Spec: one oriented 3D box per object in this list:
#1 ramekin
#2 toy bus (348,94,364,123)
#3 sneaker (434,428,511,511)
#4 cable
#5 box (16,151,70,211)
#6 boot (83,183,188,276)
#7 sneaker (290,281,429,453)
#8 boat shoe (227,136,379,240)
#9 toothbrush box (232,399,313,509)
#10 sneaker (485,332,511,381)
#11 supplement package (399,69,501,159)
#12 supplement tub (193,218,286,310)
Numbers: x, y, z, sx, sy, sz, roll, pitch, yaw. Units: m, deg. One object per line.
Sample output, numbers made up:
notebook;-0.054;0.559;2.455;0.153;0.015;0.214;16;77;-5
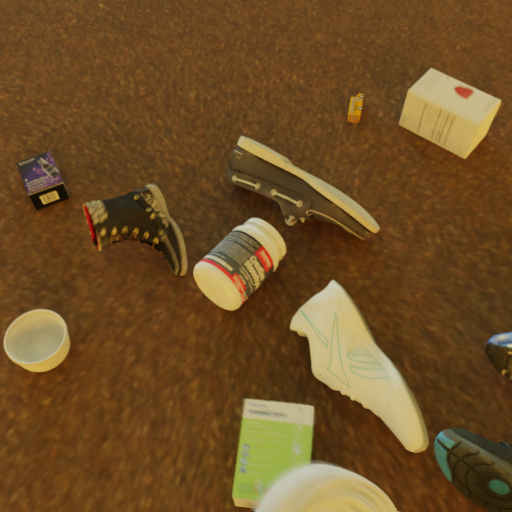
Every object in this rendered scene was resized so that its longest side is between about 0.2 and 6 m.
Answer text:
ramekin;-3.711;1.493;9.610;1.032;0.541;1.032;0;56;0
toy bus;2.345;-3.481;13.157;0.304;0.253;0.777;8;57;7
sneaker;3.985;3.287;8.275;2.777;1.017;1.138;29;44;12
cable;0.911;3.872;7.449;2.070;0.717;2.069;11;80;-16
box;-4.447;-1.567;11.685;0.757;0.534;1.024;-24;60;-15
boot;-2.236;-0.378;10.456;1.507;0.732;2.002;-15;71;-27
sneaker;1.668;1.914;9.176;1.210;1.062;3.021;-34;63;4
boat shoe;0.866;-1.162;11.356;3.413;1.240;1.070;35;105;15
toothbrush box;0.282;3.029;8.501;1.077;0.637;1.479;4;57;5
sneaker;5.123;1.301;9.530;2.897;1.138;1.292;-8;49;-15
supplement package;4.279;-3.182;12.479;1.730;1.036;1.049;34;62;21
supplement tub;-0.286;0.139;10.204;1.072;1.072;1.528;34;63;21
